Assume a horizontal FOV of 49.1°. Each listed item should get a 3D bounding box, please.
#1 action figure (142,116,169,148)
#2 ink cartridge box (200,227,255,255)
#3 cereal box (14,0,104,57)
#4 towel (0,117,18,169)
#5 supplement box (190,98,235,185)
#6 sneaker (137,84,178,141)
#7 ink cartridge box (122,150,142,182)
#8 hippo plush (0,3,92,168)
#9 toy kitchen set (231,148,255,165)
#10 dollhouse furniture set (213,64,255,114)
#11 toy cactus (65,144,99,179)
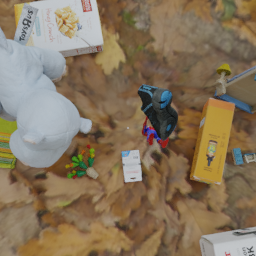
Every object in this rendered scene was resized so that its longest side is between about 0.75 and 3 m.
[{"bbox_3d":[0.564,-0.037,5.807,0.438,1.341,0.664,13,95,-6],"label":"action figure"},{"bbox_3d":[3.521,3.628,6.933,2.916,1.209,2.140,-9,78,-3],"label":"ink cartridge box"},{"bbox_3d":[-2.177,-3.192,8.930,2.620,0.518,1.885,-11,77,-3],"label":"cereal box"},{"bbox_3d":[-3.715,-0.236,8.371,1.205,0.253,2.800,7,76,1],"label":"towel"},{"bbox_3d":[2.375,0.395,7.956,0.778,0.805,2.339,14,75,4],"label":"supplement box"},{"bbox_3d":[0.488,-0.252,4.490,0.487,1.189,0.435,27,63,31],"label":"sneaker"},{"bbox_3d":[0.107,1.098,8.023,0.505,0.295,0.870,-5,77,-1],"label":"ink cartridge box"},{"bbox_3d":[-1.635,-0.540,5.488,2.220,2.761,2.199,47,39,13],"label":"hippo plush"},{"bbox_3d":[3.480,0.729,7.929,0.814,0.652,0.480,-9,78,-2],"label":"toy kitchen set"},{"bbox_3d":[4.266,-1.554,7.365,2.980,2.813,1.945,23,77,-7],"label":"dollhouse furniture set"},{"bbox_3d":[-1.209,1.091,7.968,0.899,0.557,1.089,40,71,-1],"label":"toy cactus"}]
